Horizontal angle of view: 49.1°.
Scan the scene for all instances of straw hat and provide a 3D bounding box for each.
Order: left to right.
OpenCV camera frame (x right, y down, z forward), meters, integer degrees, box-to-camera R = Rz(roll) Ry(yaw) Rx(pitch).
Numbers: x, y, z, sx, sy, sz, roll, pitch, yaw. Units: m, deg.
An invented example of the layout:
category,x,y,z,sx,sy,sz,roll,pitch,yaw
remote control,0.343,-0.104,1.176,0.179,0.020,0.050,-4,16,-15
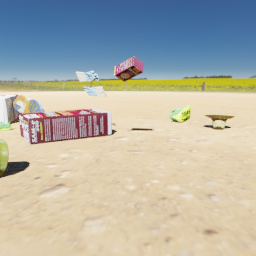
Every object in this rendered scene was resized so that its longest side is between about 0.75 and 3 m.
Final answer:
category,x,y,z,sx,sy,sz,roll,pitch,yaw
straw hat,3.650,-0.225,11.257,1.305,0.552,1.305,3,-1,0

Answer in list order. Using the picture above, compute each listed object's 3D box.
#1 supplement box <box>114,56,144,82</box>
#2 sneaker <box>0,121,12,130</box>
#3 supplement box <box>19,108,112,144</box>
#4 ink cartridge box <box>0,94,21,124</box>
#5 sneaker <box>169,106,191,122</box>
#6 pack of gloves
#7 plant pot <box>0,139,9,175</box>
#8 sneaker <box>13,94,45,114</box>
category,x,y,z,sx,sy,sz,roll,pitch,yaw
supplement box,0.027,-1.741,8.332,0.813,0.348,0.449,-19,-34,42
sneaker,-5.067,-0.082,11.036,0.879,0.367,0.325,-6,12,-27
supplement box,-2.185,-0.138,9.868,2.865,0.872,1.559,-7,12,-31
ink cartridge box,-6.580,-0.941,13.450,2.133,1.224,2.936,-2,10,-9
sneaker,2.591,-0.748,13.837,0.828,0.734,1.981,9,13,26
pack of gloves,-1.347,-1.714,10.670,1.242,1.044,0.245,9,38,44
plant pot,-3.038,0.565,5.486,1.139,1.183,1.183,8,2,-45
sneaker,-4.198,-0.717,12.798,2.743,1.032,1.209,35,-1,45
